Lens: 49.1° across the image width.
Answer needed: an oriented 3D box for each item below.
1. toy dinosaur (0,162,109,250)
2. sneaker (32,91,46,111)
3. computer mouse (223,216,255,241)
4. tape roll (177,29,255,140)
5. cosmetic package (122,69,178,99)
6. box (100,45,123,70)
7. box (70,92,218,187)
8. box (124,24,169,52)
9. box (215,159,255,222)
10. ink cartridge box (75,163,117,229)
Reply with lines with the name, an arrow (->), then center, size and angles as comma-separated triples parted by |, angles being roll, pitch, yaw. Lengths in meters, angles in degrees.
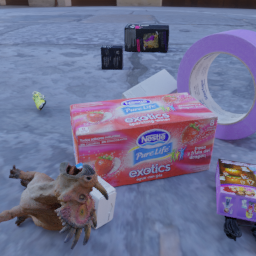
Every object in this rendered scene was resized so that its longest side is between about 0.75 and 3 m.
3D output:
toy dinosaur -> -1.090, 1.250, 4.447 | 1.647, 2.430, 1.043 | 9, 70, 4
sneaker -> -2.883, -0.873, 8.966 | 0.381, 0.376, 0.996 | 37, 6, -34
computer mouse -> 2.369, 1.730, 4.675 | 1.607, 0.370, 1.129 | 8, 14, 11
tape roll -> 2.622, -1.105, 7.336 | 0.897, 2.735, 2.735 | -24, 36, -36
cosmetic package -> 0.713, -1.025, 8.685 | 1.690, 0.626, 0.859 | -31, 69, -19
box -> -0.748, -3.369, 13.382 | 1.046, 1.028, 0.614 | 1, 27, 2
box -> 0.275, 0.202, 6.325 | 2.957, 1.400, 1.517 | -7, 29, -13
box -> 1.145, -5.423, 16.824 | 2.610, 1.384, 1.595 | 4, 29, 5
box -> 2.844, 1.206, 5.101 | 2.373, 0.464, 1.624 | 8, 17, 14
ink cartridge box -> -0.718, 1.209, 5.076 | 0.418, 0.723, 0.991 | -20, 38, -41
